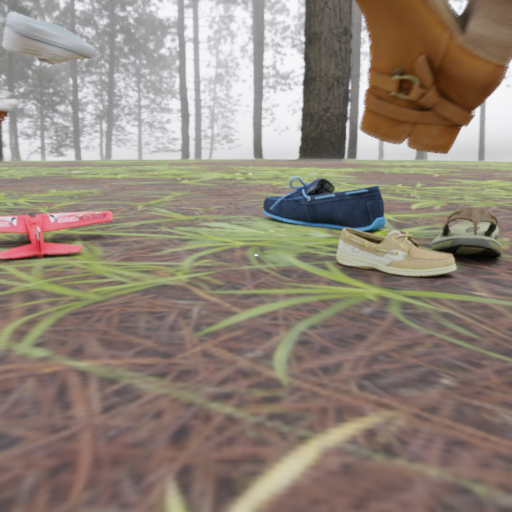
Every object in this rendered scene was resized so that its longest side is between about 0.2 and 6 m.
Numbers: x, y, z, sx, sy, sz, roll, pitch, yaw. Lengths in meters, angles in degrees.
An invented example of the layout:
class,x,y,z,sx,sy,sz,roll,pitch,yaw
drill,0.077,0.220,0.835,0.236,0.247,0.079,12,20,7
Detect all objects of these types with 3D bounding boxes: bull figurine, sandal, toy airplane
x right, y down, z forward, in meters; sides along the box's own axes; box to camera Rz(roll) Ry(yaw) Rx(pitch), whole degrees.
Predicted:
class,x,y,z,sx,sy,sz,roll,pitch,yaw
bull figurine,-3.481,-1.912,7.486,0.876,0.285,0.532,-30,27,24
sandal,3.430,-0.457,9.066,1.022,0.734,2.573,5,13,21
toy airplane,-3.629,-0.390,9.313,2.749,0.506,2.749,0,12,0

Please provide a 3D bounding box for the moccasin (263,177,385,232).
class,x,y,z,sx,sy,sz,roll,pitch,yaw
moccasin,1.421,-1.158,11.732,2.918,0.995,1.174,9,15,36

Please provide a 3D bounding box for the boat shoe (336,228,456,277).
class,x,y,z,sx,sy,sz,roll,pitch,yaw
boat shoe,1.875,-0.076,7.689,1.688,0.560,0.625,7,14,31

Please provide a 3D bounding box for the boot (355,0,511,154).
class,x,y,z,sx,sy,sz,roll,pitch,yaw
boot,1.668,-2.574,6.964,2.789,2.165,1.069,18,45,0

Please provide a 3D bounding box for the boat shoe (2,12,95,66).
class,x,y,z,sx,sy,sz,roll,pitch,yaw
boat shoe,-3.457,-3.490,9.276,0.662,0.601,1.801,41,19,18
